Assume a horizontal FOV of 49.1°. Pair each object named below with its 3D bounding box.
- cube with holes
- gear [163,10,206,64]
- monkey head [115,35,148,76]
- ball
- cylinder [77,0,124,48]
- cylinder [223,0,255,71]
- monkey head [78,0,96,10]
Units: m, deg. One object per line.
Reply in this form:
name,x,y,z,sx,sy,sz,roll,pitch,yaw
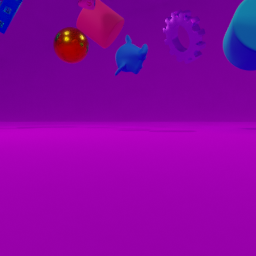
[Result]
cube with holes,-3.817,-3.609,7.710,1.253,1.253,1.253,26,12,-42
gear,2.066,-3.379,10.440,0.350,1.893,1.893,-28,13,-23
monkey head,0.100,-2.249,8.642,0.912,1.513,1.088,17,-22,-9
ball,-1.489,-2.167,7.361,0.928,0.928,0.928,0,1,0
cylinder,-0.588,-2.241,6.026,0.751,0.751,0.751,37,1,-1
cylinder,2.928,-2.101,6.281,1.333,1.333,1.333,0,-4,10
monkey head,-0.759,-2.451,4.759,1.214,0.873,0.731,1,12,-35
